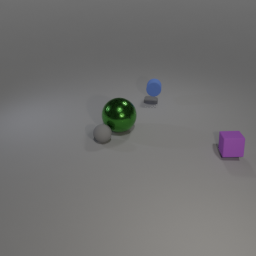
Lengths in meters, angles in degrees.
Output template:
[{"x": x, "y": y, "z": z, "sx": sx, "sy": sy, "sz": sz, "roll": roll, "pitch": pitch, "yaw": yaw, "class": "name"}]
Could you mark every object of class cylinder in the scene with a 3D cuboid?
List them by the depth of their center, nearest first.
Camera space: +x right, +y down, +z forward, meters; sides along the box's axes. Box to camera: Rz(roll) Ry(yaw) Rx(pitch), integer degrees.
[{"x": 1.236, "y": -1.928, "z": 13.328, "sx": 0.700, "sy": 0.700, "sz": 0.700, "roll": 3, "pitch": 24, "yaw": 6, "class": "cylinder"}]

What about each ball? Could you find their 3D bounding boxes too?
[{"x": -0.972, "y": 0.199, "z": 10.636, "sx": 0.700, "sy": 0.700, "sz": 0.700, "roll": 0, "pitch": 30, "yaw": 0, "class": "ball"}, {"x": -0.352, "y": -0.513, "z": 11.191, "sx": 1.400, "sy": 1.400, "sz": 1.400, "roll": 0, "pitch": 30, "yaw": 0, "class": "ball"}]

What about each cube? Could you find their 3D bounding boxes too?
[{"x": 3.589, "y": 0.549, "z": 9.737, "sx": 0.700, "sy": 0.700, "sz": 0.700, "roll": -2, "pitch": 21, "yaw": 5, "class": "cube"}]
